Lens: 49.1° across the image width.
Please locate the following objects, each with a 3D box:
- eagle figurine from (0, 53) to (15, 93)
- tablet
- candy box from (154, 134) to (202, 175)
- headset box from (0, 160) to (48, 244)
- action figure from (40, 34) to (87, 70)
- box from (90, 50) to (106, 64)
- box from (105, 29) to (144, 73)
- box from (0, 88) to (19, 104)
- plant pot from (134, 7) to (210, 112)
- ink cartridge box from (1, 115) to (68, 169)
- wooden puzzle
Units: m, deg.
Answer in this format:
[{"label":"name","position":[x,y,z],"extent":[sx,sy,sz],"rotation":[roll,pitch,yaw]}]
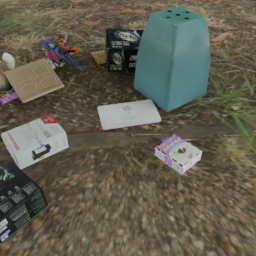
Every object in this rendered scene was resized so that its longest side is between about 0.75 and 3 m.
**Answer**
[{"label":"eagle figurine","position":[-4.814,-2.095,10.093],"extent":[1.410,1.403,1.859],"rotation":[12,9,-31]},{"label":"tablet","position":[0.016,-0.482,9.205],"extent":[1.912,0.131,1.244],"rotation":[-8,41,-10]},{"label":"candy box","position":[1.365,0.690,7.644],"extent":[0.833,0.355,0.993],"rotation":[-30,48,-31]},{"label":"headset box","position":[-2.815,1.577,6.343],"extent":[1.473,0.683,1.283],"rotation":[28,49,30]},{"label":"action figure","position":[-2.610,-2.984,11.800],"extent":[2.014,1.053,1.948],"rotation":[39,56,3]},{"label":"box","position":[-0.955,-3.176,12.349],"extent":[1.215,0.129,0.993],"rotation":[-16,44,-18]},{"label":"box","position":[0.282,-3.189,11.533],"extent":[2.431,1.047,1.991],"rotation":[0,40,-6]},{"label":"box","position":[-4.234,-1.335,10.121],"extent":[0.796,0.227,1.163],"rotation":[28,48,29]},{"label":"plant pot","position":[1.508,-2.430,9.461],"extent":[1.955,2.766,1.954],"rotation":[-24,46,-25]},{"label":"ink cartridge box","position":[-2.594,0.351,7.844],"extent":[1.466,0.607,1.069],"rotation":[-26,47,-27]},{"label":"wooden puzzle","position":[-3.366,-1.686,10.094],"extent":[1.568,0.392,1.693],"rotation":[-28,63,-25]}]
